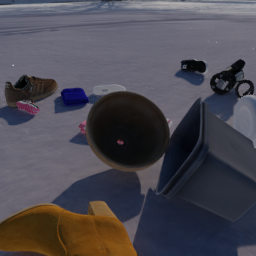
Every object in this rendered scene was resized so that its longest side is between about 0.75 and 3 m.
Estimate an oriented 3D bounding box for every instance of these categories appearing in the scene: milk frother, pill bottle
[{"bbox_3d":[5.070,-2.116,13.084,1.657,1.590,1.762,-31,84,-43],"label":"milk frother"},{"bbox_3d":[5.054,-0.236,8.800,2.968,1.669,1.669,-2,28,-4],"label":"pill bottle"}]

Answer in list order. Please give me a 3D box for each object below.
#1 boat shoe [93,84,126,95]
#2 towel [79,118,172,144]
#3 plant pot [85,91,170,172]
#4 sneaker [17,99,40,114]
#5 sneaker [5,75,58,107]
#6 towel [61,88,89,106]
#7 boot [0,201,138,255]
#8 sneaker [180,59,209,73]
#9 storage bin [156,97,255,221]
[{"bbox_3d":[-0.845,-1.790,13.000,1.531,0.551,0.524,-4,28,14],"label":"boat shoe"},{"bbox_3d":[-0.054,-0.126,9.937,2.800,0.419,2.049,14,32,24],"label":"towel"},{"bbox_3d":[-0.080,0.205,8.002,2.360,1.089,2.360,7,62,-13],"label":"plant pot"},{"bbox_3d":[-3.950,-0.917,11.368,1.210,0.446,0.529,16,35,31],"label":"sneaker"},{"bbox_3d":[-4.190,-1.893,12.486,1.020,1.094,2.896,13,30,22],"label":"sneaker"},{"bbox_3d":[-2.381,-1.434,12.412,1.088,0.365,1.473,-10,30,-16],"label":"towel"},{"bbox_3d":[-1.151,2.205,5.088,2.507,0.882,1.794,-7,27,-23],"label":"boot"},{"bbox_3d":[3.647,-3.464,15.937,1.125,0.735,2.011,-10,22,-11],"label":"sneaker"},{"bbox_3d":[1.980,0.877,6.824,1.876,2.033,2.793,31,30,-1],"label":"storage bin"}]
